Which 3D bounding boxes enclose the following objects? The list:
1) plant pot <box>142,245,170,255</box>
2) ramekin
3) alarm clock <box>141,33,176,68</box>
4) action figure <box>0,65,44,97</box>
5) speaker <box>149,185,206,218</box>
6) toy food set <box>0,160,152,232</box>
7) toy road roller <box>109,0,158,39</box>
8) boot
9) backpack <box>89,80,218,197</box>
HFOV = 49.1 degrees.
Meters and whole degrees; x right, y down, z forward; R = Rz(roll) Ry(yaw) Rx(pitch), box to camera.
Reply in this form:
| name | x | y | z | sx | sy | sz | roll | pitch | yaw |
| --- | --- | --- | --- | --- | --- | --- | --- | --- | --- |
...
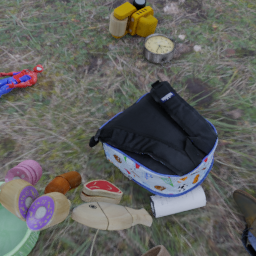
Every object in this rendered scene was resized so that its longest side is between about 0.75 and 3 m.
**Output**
| name | x | y | z | sx | sy | sz | roll | pitch | yaw |
| --- | --- | --- | --- | --- | --- | --- | --- | --- | --- |
| plant pot | 0.571 | 3.482 | 5.937 | 1.465 | 1.465 | 1.277 | -34 | 80 | -22 |
| ramekin | -3.124 | 2.412 | 6.827 | 1.966 | 0.960 | 1.966 | 0 | 54 | 0 |
| alarm clock | 1.271 | -2.977 | 11.001 | 1.293 | 0.638 | 1.917 | -10 | 52 | -8 |
| action figure | -4.239 | -1.595 | 10.013 | 2.699 | 0.697 | 0.883 | -33 | 58 | -25 |
| speaker | 1.318 | 1.936 | 7.423 | 1.410 | 0.573 | 0.573 | -11 | 54 | -8 |
| toy food set | -1.107 | 1.058 | 4.791 | 2.895 | 0.456 | 1.840 | 11 | 11 | -37 |
| toy road roller | 0.318 | -4.410 | 11.740 | 1.984 | 1.219 | 1.448 | -38 | 74 | -25 |
| boot | 3.113 | 2.464 | 6.960 | 0.916 | 0.706 | 1.889 | -26 | 60 | -21 |
| backpack | 0.898 | 0.507 | 7.456 | 2.819 | 2.172 | 2.685 | -42 | 49 | -20 |
